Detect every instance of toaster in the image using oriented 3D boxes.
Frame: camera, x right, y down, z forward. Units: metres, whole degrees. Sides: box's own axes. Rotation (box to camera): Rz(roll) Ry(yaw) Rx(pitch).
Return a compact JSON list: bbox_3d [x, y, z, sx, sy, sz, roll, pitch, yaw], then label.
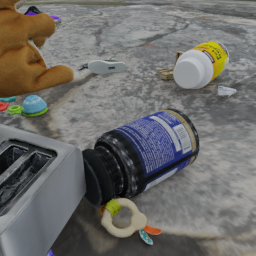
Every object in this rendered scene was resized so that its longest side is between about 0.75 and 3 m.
[{"bbox_3d":[-2.426,1.176,4.625,2.576,1.690,2.849,14,36,14],"label":"toaster"}]

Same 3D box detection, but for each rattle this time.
[{"bbox_3d":[0.005,1.899,5.605,1.146,0.818,0.746,22,52,-7],"label":"rattle"}]

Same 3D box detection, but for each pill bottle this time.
[{"bbox_3d":[0.208,0.635,6.386,2.757,1.542,1.542,-21,37,-33],"label":"pill bottle"},{"bbox_3d":[3.090,-2.661,11.922,1.601,1.601,2.931,19,36,29],"label":"pill bottle"}]

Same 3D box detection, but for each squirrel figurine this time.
[{"bbox_3d":[-2.008,-1.330,3.898,1.972,1.840,1.395,-22,20,-26],"label":"squirrel figurine"}]

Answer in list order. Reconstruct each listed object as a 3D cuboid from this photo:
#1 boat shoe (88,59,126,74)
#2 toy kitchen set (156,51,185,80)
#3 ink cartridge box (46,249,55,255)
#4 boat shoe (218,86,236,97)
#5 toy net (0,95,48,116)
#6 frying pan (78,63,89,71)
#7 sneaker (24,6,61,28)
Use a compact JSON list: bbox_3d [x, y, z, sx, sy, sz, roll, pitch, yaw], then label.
[{"bbox_3d":[-1.033,-2.975,13.483,1.832,0.648,0.583,-1,30,-17],"label":"boat shoe"},{"bbox_3d":[1.875,-2.927,12.859,1.228,1.108,1.002,-18,33,-35],"label":"toy kitchen set"},{"bbox_3d":[-1.952,2.359,4.717,1.240,0.269,1.229,19,35,25],"label":"ink cartridge box"},{"bbox_3d":[3.839,-1.397,10.976,1.202,0.393,0.442,1,16,-42],"label":"boat shoe"},{"bbox_3d":[-4.401,-0.922,10.071,2.980,0.576,1.564,16,37,28],"label":"toy net"},{"bbox_3d":[-2.175,-3.128,14.177,1.033,0.168,0.625,-16,33,-31],"label":"frying pan"},{"bbox_3d":[-3.415,-4.228,10.642,1.737,0.864,0.604,-5,0,7],"label":"sneaker"}]
